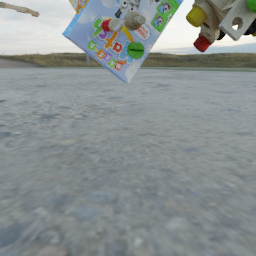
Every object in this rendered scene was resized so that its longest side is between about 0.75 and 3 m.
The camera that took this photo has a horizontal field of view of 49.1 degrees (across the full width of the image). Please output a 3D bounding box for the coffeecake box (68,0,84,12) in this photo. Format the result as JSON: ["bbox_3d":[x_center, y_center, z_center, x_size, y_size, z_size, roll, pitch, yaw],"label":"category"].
[{"bbox_3d":[-0.985,-3.740,7.255,0.664,1.395,1.818,-3,48,-34],"label":"coffeecake box"}]

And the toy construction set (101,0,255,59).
[{"bbox_3d":[1.016,-2.127,4.652,2.787,2.324,2.141,-28,24,-3],"label":"toy construction set"}]

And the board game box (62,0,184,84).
[{"bbox_3d":[-0.003,-2.399,5.923,1.787,2.363,0.432,31,4,-40],"label":"board game box"}]

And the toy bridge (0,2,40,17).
[{"bbox_3d":[-2.730,-3.061,7.271,0.388,0.157,1.154,18,17,27],"label":"toy bridge"}]
